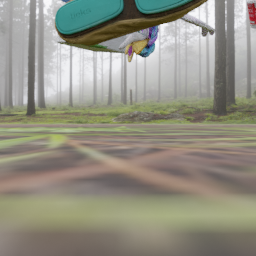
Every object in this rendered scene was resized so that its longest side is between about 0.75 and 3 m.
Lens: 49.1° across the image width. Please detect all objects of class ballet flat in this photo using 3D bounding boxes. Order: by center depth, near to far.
[{"bbox_3d":[0.103,-1.419,3.224,2.009,0.689,0.633,-7,-4,23],"label":"ballet flat"}]

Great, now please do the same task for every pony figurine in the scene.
[{"bbox_3d":[0.602,-2.959,6.488,2.303,2.766,2.670,8,16,36],"label":"pony figurine"}]

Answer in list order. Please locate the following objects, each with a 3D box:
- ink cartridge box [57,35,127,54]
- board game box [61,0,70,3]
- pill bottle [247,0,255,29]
[{"bbox_3d":[-1.099,-2.876,8.599,1.534,0.885,2.099,4,12,-35],"label":"ink cartridge box"},{"bbox_3d":[-0.943,-3.154,4.432,1.760,2.228,0.434,29,53,19],"label":"board game box"},{"bbox_3d":[3.764,-3.488,8.033,0.613,1.093,0.613,-19,29,11],"label":"pill bottle"}]
